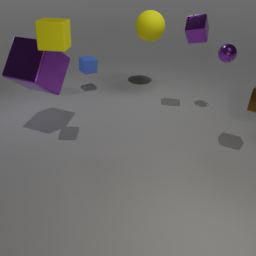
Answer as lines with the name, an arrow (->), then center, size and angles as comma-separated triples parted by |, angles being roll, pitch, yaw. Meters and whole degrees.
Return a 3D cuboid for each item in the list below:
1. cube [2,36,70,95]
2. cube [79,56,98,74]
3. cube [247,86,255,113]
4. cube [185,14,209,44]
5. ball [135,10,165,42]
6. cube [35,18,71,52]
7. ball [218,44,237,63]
cube -> -3.058, -2.073, 9.481 | 1.400, 1.400, 1.400 | 14, -5, 21
cube -> -1.986, -3.149, 13.963 | 0.700, 0.700, 0.700 | -15, 36, -32
cube -> 4.134, -0.841, 8.571 | 0.700, 0.700, 0.700 | 19, 24, 25
cube -> 2.501, -3.574, 10.125 | 0.700, 0.700, 0.700 | 2, 64, 25
ball -> 1.053, -4.840, 13.307 | 1.400, 1.400, 1.400 | 0, 30, 0
cube -> -1.878, -2.377, 7.108 | 0.700, 0.700, 0.700 | 3, 28, 1
ball -> 3.857, -2.898, 10.859 | 0.700, 0.700, 0.700 | 0, 30, 0
